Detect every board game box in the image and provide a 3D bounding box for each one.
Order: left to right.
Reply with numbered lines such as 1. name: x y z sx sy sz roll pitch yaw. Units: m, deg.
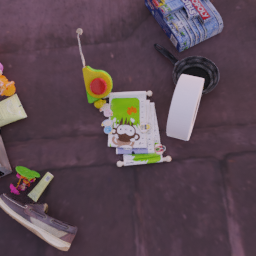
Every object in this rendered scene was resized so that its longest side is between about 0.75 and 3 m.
1. board game box: 2.464 -4.705 10.930 2.678 0.827 2.680 -28 74 -8

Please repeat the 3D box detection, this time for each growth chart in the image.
1. growth chart: 0.153 -0.038 9.773 2.101 0.258 2.904 -11 72 -2

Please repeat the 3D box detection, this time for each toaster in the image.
1. toaster: -4.850 0.909 9.034 1.623 1.065 1.795 -22 73 -8

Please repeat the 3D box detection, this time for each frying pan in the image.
1. frying pan: 1.956 -2.047 10.308 2.728 0.444 1.650 19 71 15

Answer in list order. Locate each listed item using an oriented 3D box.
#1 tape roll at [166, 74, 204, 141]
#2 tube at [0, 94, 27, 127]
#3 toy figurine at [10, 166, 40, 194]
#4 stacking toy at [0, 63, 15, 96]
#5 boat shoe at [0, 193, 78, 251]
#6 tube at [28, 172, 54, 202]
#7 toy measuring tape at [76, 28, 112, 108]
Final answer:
1. tape roll: 1.844 -0.651 8.980 0.719 2.057 2.057 15 73 14
2. tube: -4.921 -0.214 9.657 2.665 0.692 0.773 -28 114 -13
3. toy figurine: -3.409 1.763 9.045 0.660 0.880 0.810 35 95 36
4. stacking toy: -5.097 -2.165 9.952 2.853 1.566 1.656 41 80 0
5. boat shoe: -2.753 2.706 8.577 2.651 0.954 0.859 31 69 7
6. tube: -2.841 1.906 9.170 0.254 0.284 0.978 44 76 -33
7. toy measuring tape: -1.062 -1.991 9.494 1.002 1.002 2.723 -9 110 -3
